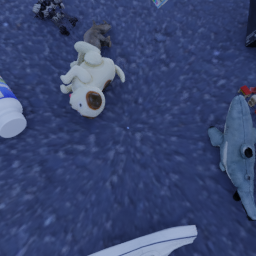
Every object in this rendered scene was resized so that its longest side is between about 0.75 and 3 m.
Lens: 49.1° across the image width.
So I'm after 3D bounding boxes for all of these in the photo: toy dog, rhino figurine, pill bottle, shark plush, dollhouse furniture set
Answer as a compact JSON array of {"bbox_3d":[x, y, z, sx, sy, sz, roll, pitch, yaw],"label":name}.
[{"bbox_3d":[-0.945,-1.028,7.060,1.582,1.138,1.632,18,61,-21],"label":"toy dog"},{"bbox_3d":[-0.898,-2.500,8.019,0.800,0.547,1.830,9,61,4],"label":"rhino figurine"},{"bbox_3d":[-3.154,-0.557,6.802,0.903,0.903,1.612,-36,69,-17],"label":"pill bottle"},{"bbox_3d":[2.349,0.615,6.082,1.175,1.077,2.585,13,63,7],"label":"shark plush"},{"bbox_3d":[3.400,-0.766,7.178,0.551,0.416,1.023,-23,65,-12],"label":"dollhouse furniture set"}]

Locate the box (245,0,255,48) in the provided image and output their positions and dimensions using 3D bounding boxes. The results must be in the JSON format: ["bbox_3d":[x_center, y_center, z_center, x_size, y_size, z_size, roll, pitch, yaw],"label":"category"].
[{"bbox_3d":[4.191,-3.032,7.781,1.464,0.902,1.453,5,91,2],"label":"box"}]

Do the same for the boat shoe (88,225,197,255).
[{"bbox_3d":[0.324,2.450,5.314,2.199,0.791,0.722,-15,68,-7],"label":"boat shoe"}]

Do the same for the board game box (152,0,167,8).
[{"bbox_3d":[0.388,-2.868,5.133,0.203,0.796,1.185,-40,102,-5],"label":"board game box"}]

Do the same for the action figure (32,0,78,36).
[{"bbox_3d":[-2.288,-3.555,8.408,1.682,0.858,1.000,42,80,17],"label":"action figure"}]
